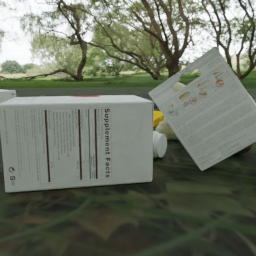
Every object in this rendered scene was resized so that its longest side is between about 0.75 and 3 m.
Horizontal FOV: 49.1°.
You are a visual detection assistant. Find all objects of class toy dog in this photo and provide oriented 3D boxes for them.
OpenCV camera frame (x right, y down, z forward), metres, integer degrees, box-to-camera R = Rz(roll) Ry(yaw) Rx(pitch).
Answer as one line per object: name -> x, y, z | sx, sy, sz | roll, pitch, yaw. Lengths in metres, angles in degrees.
toy dog -> 2.356, -0.161, 7.934 | 2.607, 1.876, 2.689 | 14, 5, -24

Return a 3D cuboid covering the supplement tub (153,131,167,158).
supplement tub -> 0.445, 0.389, 7.070 | 0.942, 0.680, 0.680 | 6, 12, 31

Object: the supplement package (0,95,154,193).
supplement package -> -0.977, 0.176, 5.704 | 2.678, 1.604, 1.624 | -2, 11, -12

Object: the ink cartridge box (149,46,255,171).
ink cartridge box -> 1.689, -0.361, 5.858 | 1.667, 2.072, 0.519 | -34, 3, 22

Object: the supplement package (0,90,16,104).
supplement package -> -6.091, -0.910, 11.943 | 2.403, 1.457, 1.439 | 6, 12, 30

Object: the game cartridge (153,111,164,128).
game cartridge -> 0.384, -0.414, 12.308 | 2.338, 0.430, 2.652 | 5, 14, 24

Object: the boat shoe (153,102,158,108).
boat shoe -> 2.281, -1.570, 18.125 | 1.363, 0.508, 0.500 | 2, 11, 5

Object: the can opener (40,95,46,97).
can opener -> -4.800, -1.111, 14.810 | 0.740, 0.934, 2.810 | -2, 16, -7
